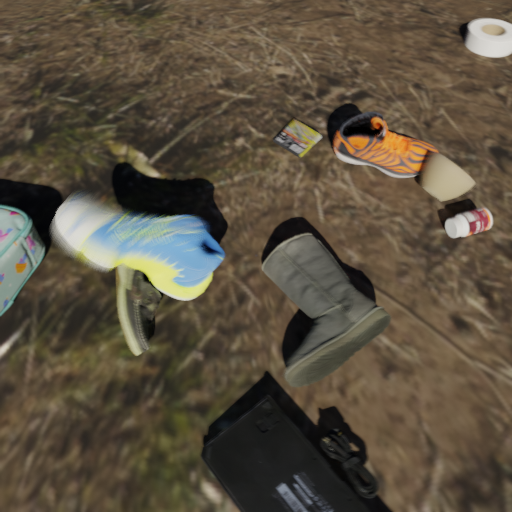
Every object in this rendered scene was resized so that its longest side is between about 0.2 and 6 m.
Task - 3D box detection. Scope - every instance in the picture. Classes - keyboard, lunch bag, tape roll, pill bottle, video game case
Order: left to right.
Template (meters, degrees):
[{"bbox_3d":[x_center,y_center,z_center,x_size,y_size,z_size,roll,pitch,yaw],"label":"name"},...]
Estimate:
[{"bbox_3d":[-5.603,0.281,10.207,2.378,1.143,2.965,15,50,12],"label":"lunch bag"},{"bbox_3d":[0.989,-2.815,13.407,0.883,0.113,0.798,38,74,28],"label":"video game case"},{"bbox_3d":[0.824,3.430,7.982,1.908,0.408,3.178,-34,58,-19],"label":"keyboard"},{"bbox_3d":[4.347,-0.663,11.473,0.839,0.479,0.479,-16,51,-14],"label":"pill bottle"},{"bbox_3d":[6.927,-6.426,16.496,1.417,0.496,1.417,0,48,0],"label":"tape roll"}]

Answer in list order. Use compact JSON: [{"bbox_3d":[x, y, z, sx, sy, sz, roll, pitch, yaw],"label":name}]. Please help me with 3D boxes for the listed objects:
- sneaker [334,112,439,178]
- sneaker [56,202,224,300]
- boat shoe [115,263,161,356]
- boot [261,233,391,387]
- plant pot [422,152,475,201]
[{"bbox_3d":[2.915,-2.432,12.296,2.381,1.334,0.924,7,75,4],"label":"sneaker"},{"bbox_3d":[-1.817,-0.394,9.655,2.950,1.550,1.117,30,33,-31],"label":"sneaker"},{"bbox_3d":[-2.079,0.760,10.033,0.722,0.785,2.198,-15,46,-6],"label":"boat shoe"},{"bbox_3d":[0.831,0.840,9.908,2.249,0.898,2.474,-30,55,-18],"label":"boot"},{"bbox_3d":[4.019,-1.607,12.044,0.730,1.087,1.087,-52,57,12],"label":"plant pot"}]
